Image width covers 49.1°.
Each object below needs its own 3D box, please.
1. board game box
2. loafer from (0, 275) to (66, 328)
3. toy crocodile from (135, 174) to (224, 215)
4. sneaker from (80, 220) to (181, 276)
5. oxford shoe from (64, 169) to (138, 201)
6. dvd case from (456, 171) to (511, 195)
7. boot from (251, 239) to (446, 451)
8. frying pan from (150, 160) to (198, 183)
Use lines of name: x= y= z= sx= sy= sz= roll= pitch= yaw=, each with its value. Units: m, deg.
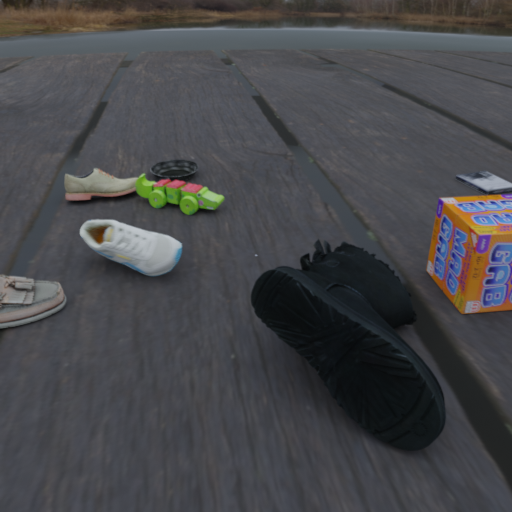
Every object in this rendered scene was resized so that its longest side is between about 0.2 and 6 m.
board game box: x=4.229 y=-0.077 z=10.128 sx=1.571 sy=1.569 sz=1.570 roll=-3 pitch=29 yaw=-7
loafer: x=-4.651 y=0.719 z=9.438 sx=2.678 sy=0.842 sz=0.963 roll=-9 pitch=30 yaw=-16
toy crocodile: x=-1.893 y=-1.537 z=13.754 sx=2.291 sy=0.707 sz=0.773 roll=12 pitch=31 yaw=21
sneaker: x=-2.436 y=-0.189 z=10.803 sx=2.183 sy=0.882 sz=0.835 roll=9 pitch=74 yaw=28
oxford shoe: x=-3.848 y=-1.865 z=14.225 sx=1.981 sy=0.731 sz=0.701 roll=-11 pitch=15 yaw=-22
dvd case: x=6.214 y=-1.977 z=15.144 sx=0.980 sy=0.161 sz=1.304 roll=-9 pitch=30 yaw=-17
boot: x=1.701 y=1.059 z=8.376 sx=3.302 sy=1.222 sz=2.706 roll=41 pitch=26 yaw=22
frying pan: x=-2.217 y=-2.177 z=15.319 sx=1.336 sy=0.359 sz=2.208 roll=-5 pitch=31 yaw=-7
